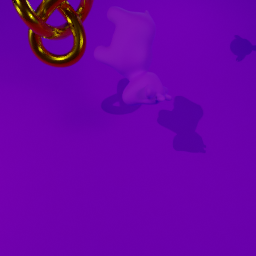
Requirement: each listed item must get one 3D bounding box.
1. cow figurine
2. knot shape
[{"bbox_3d":[0.184,-1.141,4.651,1.479,0.825,1.503,29,110,22],"label":"cow figurine"},{"bbox_3d":[-1.305,-1.885,5.148,1.653,1.547,0.764,-15,29,-38],"label":"knot shape"}]
